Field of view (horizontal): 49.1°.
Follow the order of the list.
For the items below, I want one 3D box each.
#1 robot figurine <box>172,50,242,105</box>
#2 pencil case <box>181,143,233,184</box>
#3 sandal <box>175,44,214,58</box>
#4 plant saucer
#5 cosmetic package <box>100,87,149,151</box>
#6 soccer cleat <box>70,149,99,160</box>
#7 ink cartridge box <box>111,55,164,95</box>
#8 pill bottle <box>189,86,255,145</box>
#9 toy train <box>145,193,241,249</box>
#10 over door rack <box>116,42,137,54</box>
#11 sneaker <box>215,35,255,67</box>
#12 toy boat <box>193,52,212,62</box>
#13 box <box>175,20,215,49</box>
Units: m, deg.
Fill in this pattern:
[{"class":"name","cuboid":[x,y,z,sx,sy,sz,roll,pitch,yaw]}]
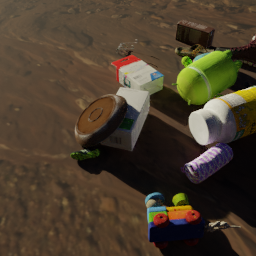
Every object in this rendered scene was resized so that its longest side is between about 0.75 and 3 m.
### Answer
[{"class":"robot figurine","cuboid":[3.238,-2.052,11.478,2.839,1.642,2.491,-32,73,-14]},{"class":"pencil case","cuboid":[2.582,1.114,9.055,1.776,0.745,0.759,-25,22,-25]},{"class":"sandal","cuboid":[3.485,-4.062,14.569,2.023,0.546,0.813,8,44,8]},{"class":"plant saucer","cuboid":[-1.067,-0.384,9.962,2.326,0.373,2.326,-27,37,23]},{"class":"cosmetic package","cuboid":[-0.083,-0.390,10.389,1.269,1.000,2.358,10,46,13]},{"class":"soccer cleat","cuboid":[-1.471,0.883,9.594,0.969,0.327,0.393,-5,24,-4]},{"class":"ink cartridge box","cuboid":[0.373,-2.353,12.607,1.312,0.759,2.258,-27,50,-24]},{"class":"pill bottle","cuboid":[3.689,-0.394,9.913,2.850,1.607,1.607,-17,46,-16]},{"class":"toy train","cuboid":[1.644,2.347,7.655,2.344,0.992,1.356,-4,30,-4]},{"class":"over door rack","cuboid":[-0.046,-4.294,14.893,1.057,0.352,0.781,-5,39,26]},{"class":"sneaker","cuboid":[5.793,-4.028,13.770,2.758,1.593,1.044,18,47,18]},{"class":"toy boat","cuboid":[4.221,-2.982,13.115,1.789,0.989,2.128,-18,46,-18]},{"class":"box","cuboid":[3.658,-5.154,15.391,1.993,0.998,0.747,30,51,27]}]
